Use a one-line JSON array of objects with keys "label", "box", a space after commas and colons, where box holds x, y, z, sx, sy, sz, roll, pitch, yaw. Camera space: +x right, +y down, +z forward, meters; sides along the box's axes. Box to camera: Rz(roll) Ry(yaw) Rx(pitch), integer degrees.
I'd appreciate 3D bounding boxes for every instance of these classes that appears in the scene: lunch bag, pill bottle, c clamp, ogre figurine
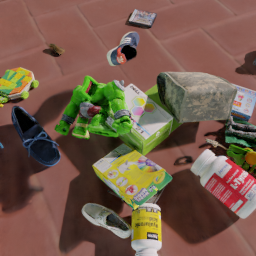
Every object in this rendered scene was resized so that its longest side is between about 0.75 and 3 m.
[{"label": "lunch bag", "box": [2.367, -1.321, 10.388, 2.045, 1.466, 2.493, -4, 32, -15]}, {"label": "pill bottle", "box": [0.523, 3.007, 7.961, 0.851, 0.851, 1.529, 1, 56, 1]}, {"label": "c clamp", "box": [0.435, 1.822, 9.148, 1.474, 0.234, 1.725, 32, 62, 20]}, {"label": "ogre figurine", "box": [-1.049, -0.618, 8.905, 1.438, 2.931, 1.757, 19, 73, -32]}, {"label": "pill bottle", "box": [3.056, 1.650, 8.687, 2.114, 1.186, 1.186, 40, 64, 23]}]

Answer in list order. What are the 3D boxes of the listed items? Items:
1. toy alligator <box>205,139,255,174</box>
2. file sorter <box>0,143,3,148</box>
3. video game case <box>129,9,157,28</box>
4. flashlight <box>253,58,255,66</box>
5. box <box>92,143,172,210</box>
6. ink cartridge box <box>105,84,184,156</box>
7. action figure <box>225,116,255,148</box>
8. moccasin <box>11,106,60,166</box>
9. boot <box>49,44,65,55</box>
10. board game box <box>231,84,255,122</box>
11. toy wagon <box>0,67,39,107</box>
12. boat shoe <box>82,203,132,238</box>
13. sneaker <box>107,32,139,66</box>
[{"label": "toy alligator", "box": [3.925, 1.069, 9.394, 2.826, 0.838, 0.767, 14, 97, 9]}, {"label": "file sorter", "box": [-5.717, 0.583, 9.245, 1.677, 1.483, 2.417, 39, 64, 23]}, {"label": "video game case", "box": [0.766, -5.613, 14.315, 1.219, 0.155, 1.102, 15, 56, 10]}, {"label": "flashlight", "box": [6.390, -2.695, 12.032, 1.844, 0.624, 0.627, 26, 59, 18]}, {"label": "box", "box": [0.123, 1.464, 8.670, 1.413, 0.583, 2.408, -35, 37, -21]}, {"label": "ink cartridge box", "box": [0.826, -0.707, 10.352, 2.976, 1.127, 2.200, -37, 63, -22]}, {"label": "action figure", "box": [4.761, 0.274, 9.986, 2.436, 0.666, 1.439, 17, 50, 6]}, {"label": "moccasin", "box": [-3.366, 0.277, 9.716, 2.574, 0.878, 1.036, 42, 69, 17]}, {"label": "boot", "box": [-3.326, -3.615, 12.874, 0.857, 0.315, 0.323, 27, 70, 15]}, {"label": "board game box", "box": [4.269, -1.066, 11.046, 1.361, 0.380, 1.332, 22, 59, 15]}, {"label": "toy wagon", "box": [-4.712, -1.674, 11.460, 1.521, 0.388, 1.960, 21, 58, 15]}, {"label": "boat shoe", "box": [-0.634, 2.658, 8.358, 1.674, 0.580, 0.593, 22, 58, 15]}, {"label": "sneaker", "box": [0.086, -2.913, 10.251, 0.843, 0.748, 1.995, 4, 46, 36]}]
